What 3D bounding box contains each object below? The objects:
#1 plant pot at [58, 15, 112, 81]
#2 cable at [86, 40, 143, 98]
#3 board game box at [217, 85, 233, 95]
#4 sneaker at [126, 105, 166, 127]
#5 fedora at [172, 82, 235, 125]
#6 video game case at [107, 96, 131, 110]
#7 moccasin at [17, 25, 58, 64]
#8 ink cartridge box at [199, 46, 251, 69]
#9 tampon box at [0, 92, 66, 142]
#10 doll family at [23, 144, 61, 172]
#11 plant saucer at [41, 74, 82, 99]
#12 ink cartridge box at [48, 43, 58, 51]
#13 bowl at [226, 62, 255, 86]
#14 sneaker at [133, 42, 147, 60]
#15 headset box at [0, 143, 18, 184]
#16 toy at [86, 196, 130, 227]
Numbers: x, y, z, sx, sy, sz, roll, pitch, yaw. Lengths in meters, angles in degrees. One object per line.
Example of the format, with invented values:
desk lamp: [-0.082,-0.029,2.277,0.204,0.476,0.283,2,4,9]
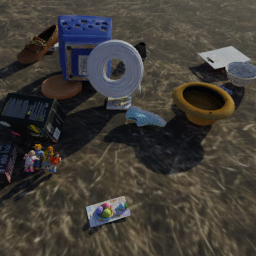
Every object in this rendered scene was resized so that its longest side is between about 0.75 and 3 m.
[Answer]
plant pot: [-1.963,-3.558,13.022,2.542,2.542,2.285,-1,42,-11]
cable: [-0.560,-2.421,11.704,2.405,2.405,0.833,2,20,-1]
board game box: [4.130,-1.698,12.728,0.910,0.281,0.909,-27,49,-27]
sneaker: [0.668,-0.285,11.069,1.639,0.606,0.672,23,77,16]
fedora: [2.937,-0.860,11.248,2.485,1.013,2.485,1,43,-1]
video game case: [-0.383,-1.135,12.224,1.019,0.117,0.927,1,42,1]
moccasin: [-4.763,-4.516,15.031,1.078,1.138,2.947,36,64,19]
ink cartridge box: [4.999,-3.545,14.679,2.117,0.604,1.721,-18,45,-9]
tampon box: [-3.445,-0.372,10.202,1.832,1.373,1.156,9,68,11]
doll family: [-2.842,0.949,9.135,1.291,0.801,0.582,8,12,-40]
plant saucer: [-3.099,-2.000,13.058,1.864,0.301,1.864,0,43,0]
ink cartridge box: [-4.494,-4.912,16.274,1.365,0.296,1.352,-6,44,-4]
bowl: [5.299,-2.442,13.215,1.530,0.718,1.530,1,42,-1]
sneaker: [0.491,-4.409,15.324,0.587,0.834,1.570,-30,50,-29]
headset box: [-4.400,1.231,9.252,1.106,0.574,1.487,-4,43,-5]
toy: [-0.589,2.378,8.202,1.189,0.281,0.684,-11,43,-12]
